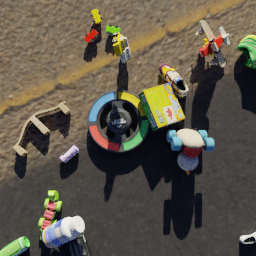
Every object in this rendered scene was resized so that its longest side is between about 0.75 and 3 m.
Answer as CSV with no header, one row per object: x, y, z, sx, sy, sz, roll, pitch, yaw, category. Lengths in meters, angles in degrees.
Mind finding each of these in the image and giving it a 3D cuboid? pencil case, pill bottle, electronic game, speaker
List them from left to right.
-4.480,4.774,10.923,1.216,0.538,0.538,-33,85,-4,speaker
-2.354,3.804,10.350,1.475,0.826,0.826,-30,84,19,pill bottle
-2.385,1.057,11.437,0.819,0.344,0.350,-42,85,-4,pencil case
-0.374,-0.283,11.489,2.598,0.541,2.598,0,83,0,electronic game

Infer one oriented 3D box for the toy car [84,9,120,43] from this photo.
-1.037,-4.232,12.050,1.436,0.340,1.526,13,84,1,toy car

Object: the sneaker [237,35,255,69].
5.462,-2.713,11.672,1.005,0.890,2.404,-34,76,1,sneaker

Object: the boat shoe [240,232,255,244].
4.976,4.346,11.046,1.068,0.366,0.385,-6,83,-1,boat shoe

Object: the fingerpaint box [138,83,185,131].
1.355,-0.864,11.340,1.344,0.591,1.611,-20,84,-23,fingerpaint box

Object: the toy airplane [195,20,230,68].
3.482,-3.468,11.676,1.641,1.163,1.648,13,71,-37,toy airplane

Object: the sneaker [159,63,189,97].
1.926,-2.066,11.579,0.637,0.765,1.699,-39,85,-4,sneaker

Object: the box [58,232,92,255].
-1.970,4.982,10.869,1.031,0.576,1.460,-20,84,-6,box

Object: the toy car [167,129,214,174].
2.362,1.023,11.145,1.564,1.500,1.696,2,111,-6,toy car

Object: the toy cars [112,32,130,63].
-0.168,-3.140,10.933,0.514,2.324,1.042,-9,91,9,toy cars

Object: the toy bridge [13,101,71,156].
-3.630,-0.123,11.553,2.786,0.379,0.937,-45,85,-5,toy bridge

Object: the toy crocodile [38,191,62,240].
-3.088,3.442,11.028,0.669,0.612,1.982,13,84,1,toy crocodile
